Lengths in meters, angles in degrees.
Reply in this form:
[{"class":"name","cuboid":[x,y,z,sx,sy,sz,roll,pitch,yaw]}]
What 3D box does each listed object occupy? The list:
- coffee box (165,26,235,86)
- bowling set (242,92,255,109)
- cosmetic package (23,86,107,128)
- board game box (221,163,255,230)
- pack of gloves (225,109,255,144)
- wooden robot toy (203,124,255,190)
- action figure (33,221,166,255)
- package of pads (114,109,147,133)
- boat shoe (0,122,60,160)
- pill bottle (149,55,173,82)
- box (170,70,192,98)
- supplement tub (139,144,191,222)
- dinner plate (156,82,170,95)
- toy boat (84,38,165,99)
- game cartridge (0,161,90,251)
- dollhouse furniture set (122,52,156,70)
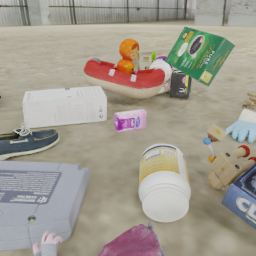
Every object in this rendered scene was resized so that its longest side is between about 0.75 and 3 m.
[{"class":"coffee box","cuboid":[1.765,-1.907,7.267,0.415,1.159,1.886,22,15,-29]},{"class":"bowling set","cuboid":[4.428,-0.848,9.999,0.815,0.567,0.437,35,1,-44]},{"class":"cosmetic package","cuboid":[-2.022,-0.721,9.052,2.505,0.928,1.274,-5,24,-14]},{"class":"board game box","cuboid":[3.084,1.427,4.100,1.883,0.481,2.780,-23,47,-39]},{"class":"pack of gloves","cuboid":[4.280,-0.121,8.209,2.283,0.536,2.717,17,29,30]},{"class":"wooden robot toy","cuboid":[2.042,0.952,5.565,0.918,0.946,2.084,-9,53,-30]},{"class":"action figure","cuboid":[-0.539,2.015,3.305,2.299,1.712,1.540,-20,-16,-12]},{"class":"package of pads","cuboid":[0.082,-0.223,8.365,0.950,0.572,0.359,-9,26,-19]},{"class":"boat shoe","cuboid":[-2.789,0.287,7.130,2.129,0.658,0.797,-13,21,-30]},{"class":"pill bottle","cuboid":[1.585,-2.802,13.411,1.058,1.058,1.882,5,26,11]},{"class":"box","cuboid":[2.147,-1.792,11.252,0.787,0.941,1.267,6,20,14]},{"class":"supplement tub","cuboid":[0.658,0.977,5.157,0.914,0.914,1.266,2,31,4]},{"class":"dinner plate","cuboid":[0.914,-1.690,11.956,1.875,0.227,1.875,-2,24,1]},{"class":"toy boat","cuboid":[-0.046,-2.286,10.284,2.954,1.931,1.928,14,20,-2]},{"class":"game cartridge","cuboid":[-2.289,1.300,5.114,2.907,0.594,1.935,2,21,4]},{"class":"dollhouse furniture set","cuboid":[0.573,-3.487,14.777,1.774,1.162,0.891,3,26,5]}]
